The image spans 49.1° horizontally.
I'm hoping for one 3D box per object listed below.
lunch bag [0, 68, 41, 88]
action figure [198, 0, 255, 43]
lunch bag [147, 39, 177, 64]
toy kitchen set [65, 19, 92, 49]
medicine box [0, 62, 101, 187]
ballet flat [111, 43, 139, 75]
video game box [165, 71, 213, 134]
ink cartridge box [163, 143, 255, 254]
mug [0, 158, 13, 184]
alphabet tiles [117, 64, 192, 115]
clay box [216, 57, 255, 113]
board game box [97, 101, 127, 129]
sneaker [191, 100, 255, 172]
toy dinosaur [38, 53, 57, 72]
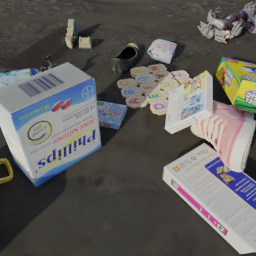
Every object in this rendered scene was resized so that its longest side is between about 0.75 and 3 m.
[{"bbox_3d":[-2.941,-0.992,7.826,1.389,0.712,1.727,-9,43,-14],"label":"lunch bag"},{"bbox_3d":[4.154,-4.230,11.242,2.999,1.040,1.951,-19,52,-15],"label":"action figure"},{"bbox_3d":[1.188,-2.719,9.874,0.876,0.557,0.743,20,46,7],"label":"lunch bag"},{"bbox_3d":[-1.840,-3.522,10.840,0.956,0.703,1.193,1,62,1],"label":"toy kitchen set"},{"bbox_3d":[-1.582,-0.090,5.848,1.766,1.939,0.998,-31,49,-30],"label":"medicine box"},{"bbox_3d":[-0.029,-2.461,9.534,0.659,0.563,1.984,16,42,9],"label":"ballet flat"},{"bbox_3d":[1.387,-0.582,6.367,0.287,1.116,1.225,34,48,-25],"label":"video game box"},{"bbox_3d":[1.977,1.378,5.326,1.240,0.486,2.619,-25,45,-27],"label":"ink cartridge box"},{"bbox_3d":[-2.989,0.911,5.585,1.113,0.892,0.914,-28,56,-15],"label":"mug"},{"bbox_3d":[0.952,-1.255,8.500,2.358,0.176,2.411,-11,43,-12],"label":"alphabet tiles"},{"bbox_3d":[3.373,-1.057,7.185,1.668,0.691,2.903,13,26,1],"label":"clay box"},{"bbox_3d":[-0.666,-0.383,7.497,1.114,0.204,0.843,11,42,11],"label":"board game box"},{"bbox_3d":[1.929,0.048,6.069,1.447,1.042,2.769,14,21,20],"label":"sneaker"},{"bbox_3d":[-2.237,-1.602,8.198,0.475,0.883,2.004,-23,48,1],"label":"toy dinosaur"}]
